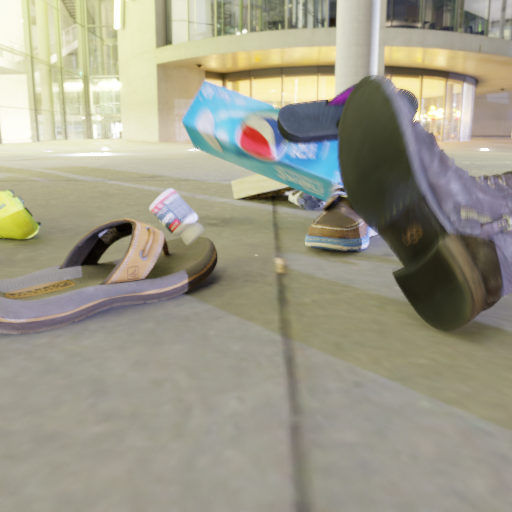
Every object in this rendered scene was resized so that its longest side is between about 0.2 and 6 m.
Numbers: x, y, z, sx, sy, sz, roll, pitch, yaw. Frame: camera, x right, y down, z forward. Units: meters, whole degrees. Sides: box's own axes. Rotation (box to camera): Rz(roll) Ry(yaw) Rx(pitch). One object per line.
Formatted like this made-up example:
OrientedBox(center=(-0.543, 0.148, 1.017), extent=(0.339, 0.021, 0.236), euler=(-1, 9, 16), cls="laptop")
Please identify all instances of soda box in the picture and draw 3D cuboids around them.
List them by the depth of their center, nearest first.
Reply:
OrientedBox(center=(0.244, -2.234, 11.007), extent=(3.244, 1.041, 1.100), euler=(23, -13, 15), cls="soda box")

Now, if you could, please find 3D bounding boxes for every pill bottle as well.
OrientedBox(center=(-0.998, -0.486, 7.174), extent=(0.407, 0.681, 0.407), euler=(-43, 1, 1), cls="pill bottle")

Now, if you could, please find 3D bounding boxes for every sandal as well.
OrientedBox(center=(-1.743, 0.040, 6.622), extent=(1.361, 0.909, 3.331), euler=(12, 18, 43), cls="sandal")
OrientedBox(center=(1.774, -2.610, 10.026), extent=(2.851, 0.682, 1.072), euler=(-15, 61, -18), cls="sandal")

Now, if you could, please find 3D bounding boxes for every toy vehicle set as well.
OrientedBox(center=(1.391, -2.062, 14.600), extent=(2.382, 0.508, 3.834), euler=(-9, 3, -35), cls="toy vehicle set")

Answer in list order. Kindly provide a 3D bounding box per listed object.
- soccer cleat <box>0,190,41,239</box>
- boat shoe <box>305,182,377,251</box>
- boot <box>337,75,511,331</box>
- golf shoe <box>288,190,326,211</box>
OrientedBox(center=(-5.073, -0.652, 10.264), extent=(2.953, 0.955, 1.235), euler=(15, 49, 35), cls="soccer cleat")
OrientedBox(center=(1.592, -0.779, 9.822), extent=(1.022, 1.024, 2.830), euler=(8, 16, 23), cls="boat shoe")
OrientedBox(center=(2.404, -0.679, 6.235), extent=(2.579, 2.963, 1.026), euler=(-16, -8, -32), cls="boot")
OrientedBox(center=(1.612, -1.573, 14.038), extent=(1.831, 0.712, 0.865), euler=(-10, 16, -40), cls="golf shoe")
